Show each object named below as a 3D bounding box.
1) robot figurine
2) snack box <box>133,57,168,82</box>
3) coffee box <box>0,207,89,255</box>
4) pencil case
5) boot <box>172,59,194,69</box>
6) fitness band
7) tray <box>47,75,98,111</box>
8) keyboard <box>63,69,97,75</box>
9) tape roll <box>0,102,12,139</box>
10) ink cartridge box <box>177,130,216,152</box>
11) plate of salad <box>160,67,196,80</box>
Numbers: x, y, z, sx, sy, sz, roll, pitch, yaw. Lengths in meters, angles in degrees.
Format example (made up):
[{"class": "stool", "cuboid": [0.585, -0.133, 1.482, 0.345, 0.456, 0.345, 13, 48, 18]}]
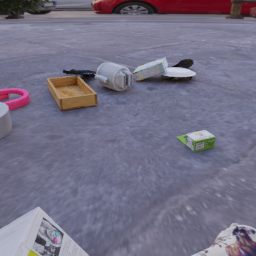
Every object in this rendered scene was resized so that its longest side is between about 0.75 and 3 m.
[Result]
[{"class": "robot figurine", "cuboid": [-0.601, -2.141, 11.581, 1.530, 1.019, 1.804, -17, 30, -40]}, {"class": "snack box", "cuboid": [1.041, -2.686, 12.785, 1.428, 0.483, 1.204, -17, 20, 23]}, {"class": "coffee box", "cuboid": [-1.196, 1.783, 3.122, 1.053, 1.043, 1.055, -32, 20, 17]}, {"class": "pencil case", "cuboid": [0.738, 1.967, 3.259, 2.404, 0.935, 1.075, -15, 50, -27]}, {"class": "boot", "cuboid": [2.999, -3.254, 14.157, 1.352, 0.466, 1.451, -9, 11, 43]}, {"class": "fitness band", "cuboid": [-4.516, -0.972, 9.952, 1.981, 0.371, 1.423, -24, 35, -38]}, {"class": "tray", "cuboid": [-2.206, -1.406, 10.714, 1.311, 0.492, 2.658, -11, 27, -21]}, {"class": "keyboard", "cuboid": [-2.274, -2.576, 12.859, 1.384, 0.224, 2.178, 6, 12, 11]}, {"class": "tape roll", "cuboid": [-4.360, -0.149, 7.947, 1.935, 0.639, 1.935, 0, 25, 0]}, {"class": "ink cartridge box", "cuboid": [1.792, 0.246, 7.490, 0.647, 0.332, 0.875, -11, 29, -21]}, {"class": "plate of salad", "cuboid": [2.222, -2.478, 12.955, 1.786, 0.429, 1.786, 1, 22, -1]}]
